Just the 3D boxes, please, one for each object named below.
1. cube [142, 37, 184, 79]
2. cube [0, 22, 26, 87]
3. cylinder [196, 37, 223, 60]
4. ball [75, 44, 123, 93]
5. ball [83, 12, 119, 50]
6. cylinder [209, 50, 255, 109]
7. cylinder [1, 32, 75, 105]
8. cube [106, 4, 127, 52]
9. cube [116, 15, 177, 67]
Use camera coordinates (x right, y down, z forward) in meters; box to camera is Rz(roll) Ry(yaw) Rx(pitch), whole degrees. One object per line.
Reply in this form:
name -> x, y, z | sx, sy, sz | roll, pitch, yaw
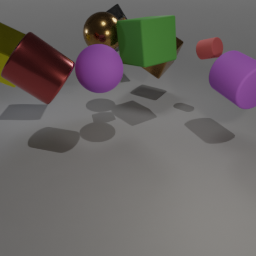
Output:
cube -> 1.347, -3.362, 12.443 | 1.400, 1.400, 1.400 | 37, 62, 8
cube -> -4.314, -2.560, 9.803 | 1.400, 1.400, 1.400 | 21, 49, -25
cylinder -> 2.949, -2.869, 10.135 | 0.700, 0.700, 0.700 | -23, 18, -36
ball -> -0.838, -1.721, 8.176 | 1.400, 1.400, 1.400 | 0, 29, 0
ball -> -0.875, -3.335, 9.841 | 1.400, 1.400, 1.400 | 0, 29, 0
cylinder -> 3.499, -1.513, 8.723 | 1.400, 1.400, 1.400 | -11, 37, -20
cylinder -> -2.382, -1.573, 7.508 | 1.400, 1.400, 1.400 | 33, 21, -20
cube -> -0.583, -4.861, 13.706 | 1.400, 1.400, 1.400 | -31, 46, 12
cube -> 0.613, -2.889, 9.258 | 1.400, 1.400, 1.400 | -21, 27, -30
